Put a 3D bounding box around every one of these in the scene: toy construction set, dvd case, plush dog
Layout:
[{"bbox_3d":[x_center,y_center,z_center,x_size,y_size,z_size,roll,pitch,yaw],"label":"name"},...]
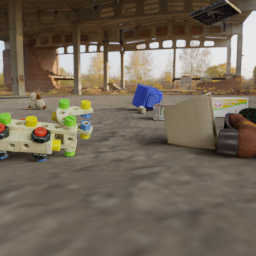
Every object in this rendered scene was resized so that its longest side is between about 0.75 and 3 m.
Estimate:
[{"bbox_3d":[-1.792,0.020,5.300,2.210,1.018,1.449,-7,32,2],"label":"toy construction set"},{"bbox_3d":[2.190,-2.857,6.984,0.893,0.096,1.202,-9,0,38],"label":"dvd case"},{"bbox_3d":[-5.200,-1.420,16.041,0.967,1.126,0.904,-6,38,30],"label":"plush dog"}]

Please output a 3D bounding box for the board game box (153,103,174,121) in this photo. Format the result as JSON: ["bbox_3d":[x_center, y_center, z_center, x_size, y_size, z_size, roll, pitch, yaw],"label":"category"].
[{"bbox_3d":[1.731,-0.638,11.149,1.291,0.625,1.029,2,8,18],"label":"board game box"}]

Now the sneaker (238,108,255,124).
[{"bbox_3d":[4.197,-0.187,8.474,1.728,0.674,0.736,16,8,32],"label":"sneaker"}]

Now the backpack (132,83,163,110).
[{"bbox_3d":[1.220,-1.588,15.628,1.370,1.326,1.632,31,17,31],"label":"backpack"}]

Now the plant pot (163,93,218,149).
[{"bbox_3d":[1.427,-0.133,6.418,1.026,1.159,1.157,-9,5,21],"label":"plant pot"}]

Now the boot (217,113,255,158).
[{"bbox_3d":[2.959,0.148,5.520,2.099,0.719,1.976,4,9,24],"label":"boot"}]

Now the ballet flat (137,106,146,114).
[{"bbox_3d":[0.704,-0.932,14.150,0.380,0.352,1.079,-1,8,-11],"label":"ballet flat"}]

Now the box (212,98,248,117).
[{"bbox_3d":[4.347,-0.934,12.462,1.634,0.828,0.919,-1,7,-3],"label":"box"}]
